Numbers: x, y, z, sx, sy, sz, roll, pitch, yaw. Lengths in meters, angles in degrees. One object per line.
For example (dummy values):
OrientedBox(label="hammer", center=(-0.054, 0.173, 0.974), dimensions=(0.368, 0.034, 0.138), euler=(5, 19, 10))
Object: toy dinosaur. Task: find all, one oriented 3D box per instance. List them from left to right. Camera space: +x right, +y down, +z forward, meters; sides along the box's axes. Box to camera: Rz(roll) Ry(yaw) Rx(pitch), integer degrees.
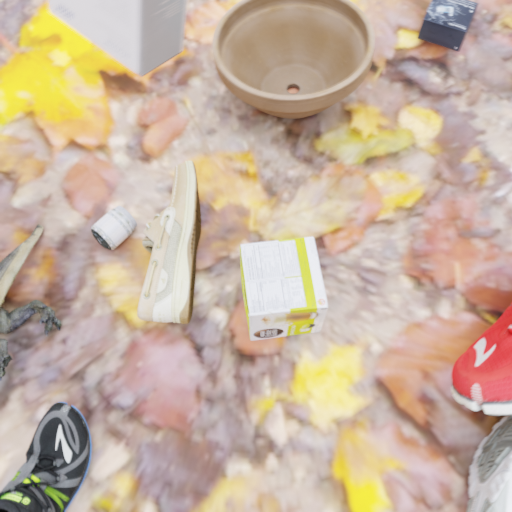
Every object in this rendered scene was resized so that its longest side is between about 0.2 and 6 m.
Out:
OrientedBox(label="toy dinosaur", center=(-3.484, 0.872, 7.395), dimensions=(1.355, 0.730, 3.076), euler=(25, 63, 19))

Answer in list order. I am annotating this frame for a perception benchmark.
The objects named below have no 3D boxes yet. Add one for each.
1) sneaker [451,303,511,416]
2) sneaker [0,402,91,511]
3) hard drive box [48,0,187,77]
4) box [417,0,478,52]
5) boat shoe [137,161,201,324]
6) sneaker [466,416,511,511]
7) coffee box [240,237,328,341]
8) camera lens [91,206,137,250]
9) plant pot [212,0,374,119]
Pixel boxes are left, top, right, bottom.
OrientedBox(label="sneaker", center=(3.545, 0.528, 6.923), dimensions=(3.563, 1.372, 1.513), euler=(-33, 109, -24))
OrientedBox(label="sneaker", center=(-2.485, 2.702, 6.359), dimensions=(0.732, 0.856, 2.065), euler=(15, 65, 5))
OrientedBox(label="hard drive box", center=(-1.471, -3.113, 5.778), dimensions=(1.490, 1.912, 0.734), euler=(38, 58, 11))
OrientedBox(label="box", center=(3.417, -4.193, 10.000), dimensions=(0.790, 0.471, 0.803), euler=(22, 67, 11))
OrientedBox(label="boat shoe", center=(-1.215, -0.257, 7.850), dimensions=(0.793, 0.880, 2.440), euler=(2, 69, 0))
OrientedBox(label="sneaker", center=(3.082, 2.969, 6.221), dimensions=(1.447, 1.135, 2.913), euler=(30, 76, 7))
OrientedBox(label="coffee box", center=(0.322, 0.451, 7.389), dimensions=(0.997, 1.006, 1.008), euler=(-7, 64, -3))
OrientedBox(label="camera lens", center=(-2.068, -0.397, 8.125), dimensions=(0.448, 0.448, 0.560), euler=(38, 69, 17))
OrientedBox(label="plant pot", center=(0.583, -3.044, 9.003), dimensions=(2.499, 1.153, 2.499), euler=(-1, 61, 3))
